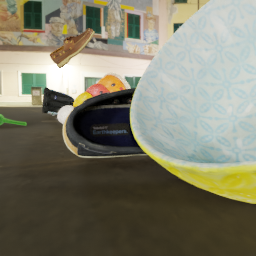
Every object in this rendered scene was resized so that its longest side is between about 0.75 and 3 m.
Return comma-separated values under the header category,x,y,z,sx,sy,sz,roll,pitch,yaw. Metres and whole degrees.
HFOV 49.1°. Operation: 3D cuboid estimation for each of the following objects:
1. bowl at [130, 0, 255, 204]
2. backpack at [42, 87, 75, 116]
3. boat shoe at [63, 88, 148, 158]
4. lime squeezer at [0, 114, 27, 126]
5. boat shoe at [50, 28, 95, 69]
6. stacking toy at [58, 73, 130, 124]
category,x,y,z,sx,sy,sz,roll,pitch,yaw
bowl,1.627,-0.364,2.680,1.576,2.930,2.930,46,-19,-26
backpack,-4.018,-1.424,16.344,1.876,1.530,1.442,4,-10,-21
boat shoe,0.520,-0.122,4.002,2.939,1.096,0.915,-7,-10,-6
lime squeezer,-4.649,-0.181,9.447,2.209,0.417,0.780,-2,36,-29
boat shoe,-2.122,-3.058,10.464,2.028,0.685,0.730,-34,29,23
stacking toy,-1.265,-0.729,10.113,2.702,1.974,1.974,-27,20,-32
